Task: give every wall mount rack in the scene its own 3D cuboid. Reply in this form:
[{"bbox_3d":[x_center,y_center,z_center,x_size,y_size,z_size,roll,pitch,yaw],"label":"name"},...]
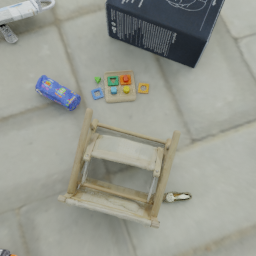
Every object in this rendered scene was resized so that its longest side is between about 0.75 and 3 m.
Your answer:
[{"bbox_3d":[-3.650,-3.896,8.207,2.694,1.004,2.341,-24,49,-16],"label":"wall mount rack"}]

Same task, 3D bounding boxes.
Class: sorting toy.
[{"bbox_3d":[-0.226,-1.210,7.936,1.669,0.227,0.940,-5,75,-2],"label":"sorting toy"}]

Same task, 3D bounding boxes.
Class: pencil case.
[{"bbox_3d":[-1.952,-0.956,7.710,1.303,0.508,0.566,30,51,8],"label":"pencil case"}]

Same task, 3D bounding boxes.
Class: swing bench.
[{"bbox_3d":[-0.159,0.973,6.747,2.243,1.463,2.255,15,80,4],"label":"swing bench"}]

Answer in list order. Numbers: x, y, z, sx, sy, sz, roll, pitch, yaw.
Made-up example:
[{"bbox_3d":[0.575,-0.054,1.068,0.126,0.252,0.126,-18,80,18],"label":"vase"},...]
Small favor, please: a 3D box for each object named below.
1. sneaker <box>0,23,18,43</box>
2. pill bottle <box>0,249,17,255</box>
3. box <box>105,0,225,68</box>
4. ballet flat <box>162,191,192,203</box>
[{"bbox_3d":[-3.623,-2.867,8.333,0.311,0.341,0.831,-41,78,-10],"label":"sneaker"},{"bbox_3d":[-3.152,3.120,6.581,1.024,0.544,0.544,7,75,2],"label":"pill bottle"},{"bbox_3d":[1.075,-3.336,7.847,2.819,1.509,2.092,23,76,6],"label":"box"},{"bbox_3d":[1.229,1.741,7.081,0.815,0.307,0.276,-4,78,-1],"label":"ballet flat"}]
